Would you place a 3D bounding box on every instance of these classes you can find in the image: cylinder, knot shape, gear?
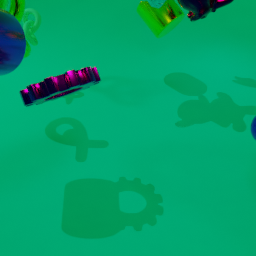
[{"bbox_3d":[1.038,-3.676,8.963,1.129,1.129,1.129,-37,89,-32],"label":"cylinder"},{"bbox_3d":[-3.044,-3.046,8.673,0.505,1.093,1.023,4,-5,-29],"label":"knot shape"},{"bbox_3d":[-2.528,-1.471,4.605,1.216,1.216,1.216,7,12,7],"label":"cylinder"},{"bbox_3d":[-3.022,-2.567,6.566,0.900,1.947,1.822,-26,25,-32],"label":"knot shape"},{"bbox_3d":[-1.225,-0.754,5.157,1.443,0.267,1.443,-19,6,2],"label":"gear"}]

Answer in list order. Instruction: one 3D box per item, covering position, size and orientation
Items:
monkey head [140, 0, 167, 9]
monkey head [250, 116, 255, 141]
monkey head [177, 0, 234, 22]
[{"bbox_3d":[0.689,-3.800,6.961,1.164,1.389,1.931,40,59,-7],"label":"monkey head"},{"bbox_3d":[2.806,-0.148,5.258,0.896,1.070,1.487,6,19,19],"label":"monkey head"},{"bbox_3d":[1.982,-3.566,7.311,1.416,1.186,1.968,-17,32,12],"label":"monkey head"}]
